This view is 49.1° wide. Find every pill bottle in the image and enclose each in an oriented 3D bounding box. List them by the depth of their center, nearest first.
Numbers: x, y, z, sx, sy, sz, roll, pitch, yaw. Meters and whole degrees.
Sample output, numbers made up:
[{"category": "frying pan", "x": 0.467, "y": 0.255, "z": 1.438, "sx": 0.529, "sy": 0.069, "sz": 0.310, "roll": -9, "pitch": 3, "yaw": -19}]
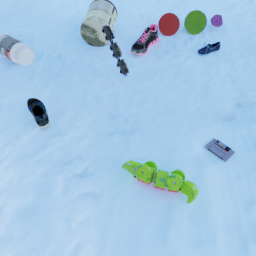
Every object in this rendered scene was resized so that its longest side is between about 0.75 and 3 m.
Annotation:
[{"category": "pill bottle", "x": -4.530, "y": -3.107, "z": 11.218, "sx": 1.502, "sy": 0.855, "sz": 0.855, "roll": 31, "pitch": 55, "yaw": 26}]

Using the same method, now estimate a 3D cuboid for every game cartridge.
[{"category": "game cartridge", "x": 2.716, "y": 0.634, "z": 8.283, "sx": 0.488, "sy": 0.144, "sz": 0.753, "roll": -37, "pitch": 57, "yaw": -24}]

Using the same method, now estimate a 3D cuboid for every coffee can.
[{"category": "coffee can", "x": -1.243, "y": -4.624, "z": 12.271, "sx": 1.341, "sy": 1.341, "sz": 1.833, "roll": 5, "pitch": 48, "yaw": 4}]

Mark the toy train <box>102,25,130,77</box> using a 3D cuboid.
[{"category": "toy train", "x": -0.421, "y": -2.756, "z": 10.080, "sx": 0.327, "sy": 1.916, "sz": 0.439, "roll": -17, "pitch": 21, "yaw": 20}]

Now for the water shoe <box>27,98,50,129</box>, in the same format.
[{"category": "water shoe", "x": -2.925, "y": -0.639, "z": 9.122, "sx": 0.544, "sy": 0.601, "sz": 1.523, "roll": -25, "pitch": 52, "yaw": -21}]

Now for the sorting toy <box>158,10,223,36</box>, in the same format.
[{"category": "sorting toy", "x": 2.820, "y": -4.931, "z": 13.054, "sx": 2.999, "sy": 1.040, "sz": 1.033, "roll": -5, "pitch": 24, "yaw": -2}]

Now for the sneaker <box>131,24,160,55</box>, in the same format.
[{"category": "sneaker", "x": 0.721, "y": -3.790, "z": 11.835, "sx": 0.744, "sy": 0.898, "sz": 1.883, "roll": 26, "pitch": 54, "yaw": 20}]

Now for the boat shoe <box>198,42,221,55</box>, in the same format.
[{"category": "boat shoe", "x": 3.407, "y": -3.410, "z": 11.820, "sx": 1.110, "sy": 0.381, "sz": 0.467, "roll": -25, "pitch": 52, "yaw": -21}]

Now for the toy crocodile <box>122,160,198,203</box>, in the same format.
[{"category": "toy crocodile", "x": 0.821, "y": 1.326, "z": 7.348, "sx": 2.084, "sy": 0.643, "sz": 0.703, "roll": 17, "pitch": 9, "yaw": 16}]
